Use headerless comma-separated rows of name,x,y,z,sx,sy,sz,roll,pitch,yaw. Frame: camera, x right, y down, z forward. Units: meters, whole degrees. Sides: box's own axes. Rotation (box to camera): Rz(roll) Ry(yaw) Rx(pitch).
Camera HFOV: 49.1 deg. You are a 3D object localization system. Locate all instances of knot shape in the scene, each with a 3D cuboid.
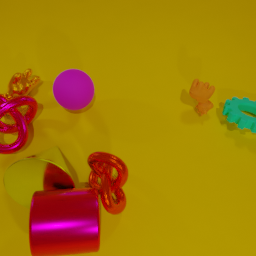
knot shape,-3.249,-0.318,7.339,0.802,1.624,1.736,1,53,39
knot shape,-0.487,1.117,6.589,0.737,1.493,1.595,-16,48,-21

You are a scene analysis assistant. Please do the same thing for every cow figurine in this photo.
cow figurine,-3.402,-1.080,8.458,0.761,1.363,1.386,44,23,-12
cow figurine,2.071,-0.848,7.966,0.957,0.942,0.525,11,24,-30

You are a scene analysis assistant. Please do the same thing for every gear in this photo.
gear,3.465,-0.399,7.970,1.469,0.272,1.469,6,36,-4

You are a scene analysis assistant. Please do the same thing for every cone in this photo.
cone,-2.015,0.932,7.158,1.653,1.653,1.659,2,31,1

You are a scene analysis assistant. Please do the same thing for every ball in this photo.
ball,-1.501,-1.061,7.773,1.134,1.134,1.134,0,58,0

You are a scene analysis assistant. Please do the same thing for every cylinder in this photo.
cylinder,-1.309,1.980,5.961,1.338,1.338,1.338,-1,57,-10
